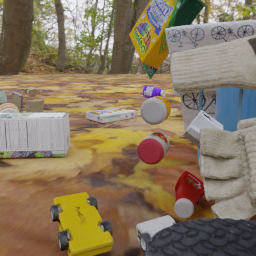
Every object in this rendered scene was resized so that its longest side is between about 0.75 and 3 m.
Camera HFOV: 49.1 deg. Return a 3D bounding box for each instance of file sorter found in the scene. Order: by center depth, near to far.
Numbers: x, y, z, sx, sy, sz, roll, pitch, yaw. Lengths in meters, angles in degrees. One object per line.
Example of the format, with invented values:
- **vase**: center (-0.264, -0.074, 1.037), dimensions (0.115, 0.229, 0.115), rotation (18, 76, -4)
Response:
- **file sorter**: center (2.363, -0.044, 4.242), dimensions (2.335, 1.620, 1.432), rotation (7, 19, 30)

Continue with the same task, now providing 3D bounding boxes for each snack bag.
- **snack bag**: center (2.057, -0.714, 5.368), dimensions (2.511, 2.663, 0.285), rotation (6, 38, 28)

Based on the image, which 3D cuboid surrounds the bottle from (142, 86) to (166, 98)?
- **bottle**: center (1.313, -1.781, 14.052), dimensions (0.424, 0.543, 1.300), rotation (15, -1, -45)

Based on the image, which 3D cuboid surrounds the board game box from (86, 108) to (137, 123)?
- **board game box**: center (-0.510, -0.416, 8.776), dimensions (1.371, 0.237, 0.865), rotation (-12, 18, -41)

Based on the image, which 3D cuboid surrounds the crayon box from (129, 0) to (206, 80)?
- **crayon box**: center (0.971, -3.151, 8.807), dimensions (0.712, 2.760, 1.735), rotation (14, 40, -31)

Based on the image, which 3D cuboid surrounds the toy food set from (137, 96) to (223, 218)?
- **toy food set**: center (0.798, 0.438, 3.147), dimensions (1.928, 0.920, 0.867), rotation (38, 22, 8)

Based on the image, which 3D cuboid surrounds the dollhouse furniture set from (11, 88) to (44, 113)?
- **dollhouse furniture set**: center (-3.566, -1.027, 9.814), dimensions (1.032, 0.974, 0.673), rotation (19, 19, 23)

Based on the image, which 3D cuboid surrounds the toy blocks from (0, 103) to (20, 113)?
- **toy blocks**: center (-3.504, -0.248, 7.265), dimensions (1.367, 0.596, 1.640), rotation (-5, 14, -23)

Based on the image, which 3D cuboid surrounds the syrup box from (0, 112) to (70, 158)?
- **syrup box**: center (-2.083, 0.114, 5.310), dimensions (1.855, 0.755, 0.730), rotation (-2, 11, -5)

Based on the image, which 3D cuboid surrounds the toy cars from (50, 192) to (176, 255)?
- **toy cars**: center (-0.023, 1.008, 2.375), dimensions (1.702, 0.377, 0.763), rotation (9, 20, 23)

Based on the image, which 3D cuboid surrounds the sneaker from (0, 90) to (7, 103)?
- **sneaker**: center (-5.848, -1.384, 12.214), dimensions (1.009, 0.595, 0.371), rotation (-10, 18, -33)

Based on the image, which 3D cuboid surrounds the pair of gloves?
- **pair of gloves**: center (1.709, -0.262, 3.128), dimensions (2.210, 0.456, 2.599), rotation (-12, 48, 7)

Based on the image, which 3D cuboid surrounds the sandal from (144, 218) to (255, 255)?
- **sandal**: center (1.436, 1.198, 1.256), dimensions (2.916, 0.657, 1.095), rotation (16, 20, 4)
